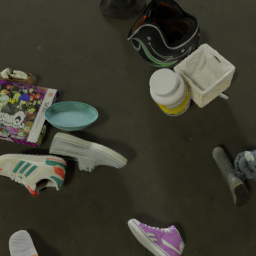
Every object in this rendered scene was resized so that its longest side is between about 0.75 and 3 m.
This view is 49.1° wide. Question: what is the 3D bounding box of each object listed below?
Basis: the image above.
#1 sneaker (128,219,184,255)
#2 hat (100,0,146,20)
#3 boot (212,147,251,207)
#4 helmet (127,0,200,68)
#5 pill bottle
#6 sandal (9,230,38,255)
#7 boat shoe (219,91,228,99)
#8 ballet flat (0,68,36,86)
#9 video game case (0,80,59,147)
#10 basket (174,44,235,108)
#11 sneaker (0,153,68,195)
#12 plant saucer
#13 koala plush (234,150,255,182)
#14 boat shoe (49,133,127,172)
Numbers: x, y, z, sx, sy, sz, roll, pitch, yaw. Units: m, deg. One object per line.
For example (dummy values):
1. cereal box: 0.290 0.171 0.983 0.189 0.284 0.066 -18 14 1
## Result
1. sneaker: 0.849 3.062 8.135 1.690 0.612 0.964 40 63 11
2. hat: -0.238 -5.942 12.620 2.207 0.890 2.207 0 63 -1
3. boot: 3.197 1.534 8.807 0.559 1.400 1.540 -24 38 0
4. helmet: 1.397 -3.375 10.427 2.301 2.414 2.414 32 63 -18
5. pill bottle: 1.378 -1.171 9.258 1.109 1.973 1.109 -5 75 19
6. sandal: -2.749 3.807 7.749 0.797 0.596 2.082 -19 43 -17
7. boat shoe: 3.461 -1.381 10.532 0.789 0.284 0.280 36 92 19
8. ballet flat: -4.341 -1.993 10.716 1.630 0.589 0.553 11 63 6
9. video game case: -4.001 -0.587 10.066 2.465 0.441 2.235 11 63 6
10. basket: 2.724 -1.854 10.089 1.543 1.241 1.529 -39 65 -3
11. sneaker: -3.164 1.480 8.744 2.427 0.855 1.135 1 57 -3
12. plant saucer: -1.934 -0.372 9.574 1.799 0.323 1.799 5 31 -3
13. koala plush: 3.966 1.062 8.766 1.077 1.214 1.116 5 62 3
14. boat shoe: -1.337 0.952 9.093 2.613 0.912 0.931 17 73 14
